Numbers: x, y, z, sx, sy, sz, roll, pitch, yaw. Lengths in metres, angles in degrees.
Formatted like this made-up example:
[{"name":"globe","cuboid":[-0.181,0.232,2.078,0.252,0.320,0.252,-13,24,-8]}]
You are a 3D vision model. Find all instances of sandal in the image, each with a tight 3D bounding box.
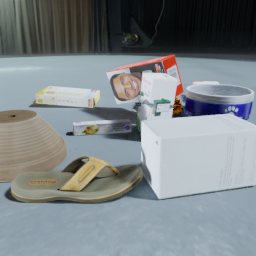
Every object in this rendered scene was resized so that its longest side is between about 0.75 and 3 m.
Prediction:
[{"name":"sandal","cuboid":[-1.062,1.001,6.000,2.831,0.764,1.137,-2,19,-5]}]

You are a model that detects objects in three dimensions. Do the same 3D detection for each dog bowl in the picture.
[{"name":"dog bowl","cuboid":[3.744,-1.098,11.696,2.692,1.060,2.692,1,19,0]}]

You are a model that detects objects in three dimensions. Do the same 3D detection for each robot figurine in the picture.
[{"name":"robot figurine","cuboid":[1.355,-1.142,12.230,1.927,0.774,2.658,-5,19,-7]}]

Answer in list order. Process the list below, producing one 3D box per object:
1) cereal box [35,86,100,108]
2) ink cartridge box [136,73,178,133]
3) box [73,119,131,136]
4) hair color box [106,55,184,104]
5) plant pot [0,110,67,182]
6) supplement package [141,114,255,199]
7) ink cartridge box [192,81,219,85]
[{"name":"cereal box","cuboid":[-2.822,-1.532,13.580,2.709,0.535,1.949,6,19,2]},{"name":"ink cartridge box","cuboid":[0.894,-0.761,9.217,0.829,1.966,1.436,2,17,-12]},{"name":"box","cuboid":[-0.884,-0.029,9.614,1.978,0.383,0.410,-4,19,-12]},{"name":"hair color box","cuboid":[0.607,-1.841,11.123,2.957,1.501,0.905,0,25,46]},{"name":"plant pot","cuboid":[-3.032,0.258,7.480,2.688,1.241,2.688,1,18,0]},{"name":"supplement package","cuboid":[1.594,0.547,6.389,2.354,1.376,1.381,-4,19,-13]},{"name":"ink cartridge box","cuboid":[4.062,-1.879,14.405,1.370,0.798,1.882,2,18,7]}]
